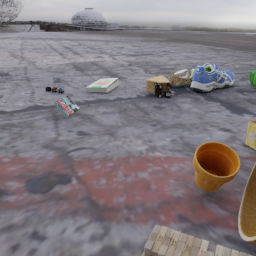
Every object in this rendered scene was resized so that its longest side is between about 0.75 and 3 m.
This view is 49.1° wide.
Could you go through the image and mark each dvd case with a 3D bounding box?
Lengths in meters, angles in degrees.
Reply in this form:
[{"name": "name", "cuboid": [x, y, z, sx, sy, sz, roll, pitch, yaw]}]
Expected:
[{"name": "dvd case", "cuboid": [-1.983, -0.712, 9.138, 0.625, 0.094, 0.856, 47, 28, -5]}]

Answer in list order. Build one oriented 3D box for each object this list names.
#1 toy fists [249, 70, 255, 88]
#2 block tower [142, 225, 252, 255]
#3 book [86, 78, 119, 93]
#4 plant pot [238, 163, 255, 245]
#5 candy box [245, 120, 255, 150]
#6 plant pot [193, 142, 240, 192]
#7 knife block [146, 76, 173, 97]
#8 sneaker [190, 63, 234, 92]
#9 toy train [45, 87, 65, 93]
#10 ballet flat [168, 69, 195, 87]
[{"name": "toy fists", "cuboid": [6.006, -2.121, 12.399, 1.064, 0.718, 2.087, 11, 23, 8]}, {"name": "block tower", "cuboid": [1.038, 1.770, 3.455, 1.826, 0.528, 0.493, 9, 24, 23]}, {"name": "book", "cuboid": [-1.100, -1.858, 12.304, 0.960, 0.345, 1.437, 4, 25, 18]}, {"name": "plant pot", "cuboid": [3.087, 0.967, 3.588, 2.417, 2.252, 2.252, 25, 29, 12]}, {"name": "candy box", "cuboid": [4.092, 0.473, 6.263, 1.470, 0.711, 2.519, -9, 23, -18]}, {"name": "plant pot", "cuboid": [1.564, 0.784, 5.180, 0.790, 0.723, 0.790, 1, 47, -1]}, {"name": "knife block", "cuboid": [1.525, -1.717, 11.650, 1.421, 0.518, 1.619, 18, 28, 35]}, {"name": "sneaker", "cuboid": [3.856, -2.313, 12.346, 2.782, 1.071, 1.053, -19, 28, -40]}, {"name": "toy train", "cuboid": [-3.072, -1.615, 11.780, 0.964, 0.221, 0.164, 10, 25, 21]}, {"name": "ballet flat", "cuboid": [2.824, -2.327, 12.818, 2.194, 0.716, 0.774, -11, 28, -24]}]
